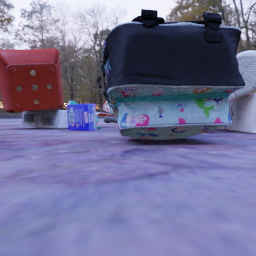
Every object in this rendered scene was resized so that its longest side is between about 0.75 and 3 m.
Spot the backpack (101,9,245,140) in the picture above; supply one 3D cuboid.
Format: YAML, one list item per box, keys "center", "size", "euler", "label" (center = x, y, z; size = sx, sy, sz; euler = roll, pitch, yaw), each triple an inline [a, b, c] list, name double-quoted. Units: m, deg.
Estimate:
- center: [0.590, -0.676, 4.648]
  size: [2.050, 1.738, 2.309]
  euler: [-1, 1, -6]
  label: "backpack"

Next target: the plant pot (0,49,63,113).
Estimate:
- center: [-2.937, -1.395, 8.651]
  size: [1.974, 1.976, 1.741]
  euler: [-7, 19, -20]
  label: "plant pot"

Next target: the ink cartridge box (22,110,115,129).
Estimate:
- center: [-2.073, -0.273, 10.073]
  size: [2.103, 0.621, 2.628]
  euler: [2, -1, 40]
  label: "ink cartridge box"

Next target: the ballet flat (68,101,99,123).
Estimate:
- center: [-2.424, -0.747, 14.924]
  size: [1.869, 0.649, 0.649]
  euler: [35, -4, -10]
  label: "ballet flat"

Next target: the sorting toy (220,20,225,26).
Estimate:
- center: [1.005, -1.940, 7.763]
  size: [2.916, 0.390, 2.172]
  euler: [-10, 34, 52]
  label: "sorting toy"

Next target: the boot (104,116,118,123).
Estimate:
- center: [-0.586, -0.429, 15.845]
  size: [1.133, 0.452, 1.246]
  euler: [-5, 12, -43]
  label: "boot"

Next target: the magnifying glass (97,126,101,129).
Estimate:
- center: [-1.316, 0.002, 8.578]
  size: [1.000, 0.112, 0.398]
  euler: [1, 2, -20]
  label: "magnifying glass"

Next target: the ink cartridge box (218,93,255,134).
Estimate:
- center: [3.494, -0.419, 7.848]
  size: [1.696, 0.983, 2.913]
  euler: [0, 4, -6]
  label: "ink cartridge box"

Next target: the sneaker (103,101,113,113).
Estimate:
- center: [-0.469, -1.030, 10.702]
  size: [0.520, 1.112, 0.391]
  euler: [28, -18, 24]
  label: "sneaker"

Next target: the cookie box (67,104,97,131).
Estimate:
- center: [-1.310, -0.300, 7.901]
  size: [0.876, 0.750, 0.329]
  euler: [3, 7, 38]
  label: "cookie box"

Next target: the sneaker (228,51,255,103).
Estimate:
- center: [2.059, -0.822, 7.088]
  size: [2.963, 1.142, 1.213]
  euler: [-27, 1, 24]
  label: "sneaker"
